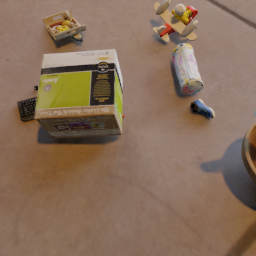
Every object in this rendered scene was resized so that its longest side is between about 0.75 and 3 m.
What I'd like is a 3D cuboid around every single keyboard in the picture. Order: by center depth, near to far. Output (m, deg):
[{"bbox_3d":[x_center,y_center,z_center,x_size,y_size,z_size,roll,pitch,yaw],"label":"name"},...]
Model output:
[{"bbox_3d":[-2.584,-1.065,9.393,2.205,0.227,1.401,-17,60,-11],"label":"keyboard"}]

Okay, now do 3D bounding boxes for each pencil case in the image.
[{"bbox_3d":[2.035,-2.034,9.622,0.771,0.842,1.855,-5,59,-1],"label":"pencil case"}]

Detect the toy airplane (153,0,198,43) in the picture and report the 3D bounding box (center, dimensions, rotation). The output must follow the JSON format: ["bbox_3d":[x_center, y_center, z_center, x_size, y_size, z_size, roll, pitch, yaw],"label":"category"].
[{"bbox_3d":[1.793,-4.118,10.668,1.773,1.251,1.765,9,63,2],"label":"toy airplane"}]

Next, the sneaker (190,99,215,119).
[{"bbox_3d":[2.357,-0.559,8.994,0.480,0.331,0.863,-22,57,-20],"label":"sneaker"}]

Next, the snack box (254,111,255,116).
[{"bbox_3d":[3.530,-0.305,6.099,1.490,0.865,0.276,9,63,-39],"label":"snack box"}]

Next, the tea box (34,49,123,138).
[{"bbox_3d":[-1.336,-0.970,8.316,2.207,1.475,2.171,-2,65,6],"label":"tea box"}]

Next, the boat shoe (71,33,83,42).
[{"bbox_3d":[-1.987,-3.552,10.883,0.324,0.267,0.865,-42,46,-11],"label":"boat shoe"}]

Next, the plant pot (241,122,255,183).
[{"bbox_3d":[4.237,0.954,7.559,2.547,1.176,2.547,1,59,-1],"label":"plant pot"}]

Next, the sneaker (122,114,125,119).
[{"bbox_3d":[-0.544,-0.277,8.901,0.819,0.321,0.473,9,71,13],"label":"sneaker"}]

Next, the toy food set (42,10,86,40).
[{"bbox_3d":[-2.513,-4.088,10.933,1.226,0.516,1.709,-25,47,-15],"label":"toy food set"}]
